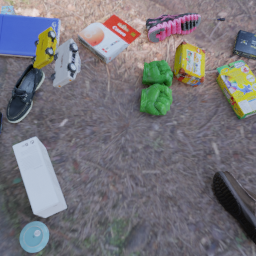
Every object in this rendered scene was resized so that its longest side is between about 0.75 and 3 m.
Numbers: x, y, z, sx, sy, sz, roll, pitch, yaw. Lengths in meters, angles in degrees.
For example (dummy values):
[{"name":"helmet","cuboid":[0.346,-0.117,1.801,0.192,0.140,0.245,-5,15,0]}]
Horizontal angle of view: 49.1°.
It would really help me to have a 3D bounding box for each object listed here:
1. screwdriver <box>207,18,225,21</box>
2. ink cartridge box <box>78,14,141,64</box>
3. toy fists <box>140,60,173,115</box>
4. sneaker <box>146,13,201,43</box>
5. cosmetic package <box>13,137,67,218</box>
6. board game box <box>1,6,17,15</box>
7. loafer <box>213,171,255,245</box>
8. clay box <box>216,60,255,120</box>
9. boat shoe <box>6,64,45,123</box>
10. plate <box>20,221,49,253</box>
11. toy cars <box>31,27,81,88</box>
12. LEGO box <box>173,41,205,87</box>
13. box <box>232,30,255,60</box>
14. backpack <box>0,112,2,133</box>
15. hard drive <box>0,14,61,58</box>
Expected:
[{"name":"screwdriver","cuboid":[4.194,-5.184,13.362,0.888,0.129,0.124,1,66,4]},{"name":"ink cartridge box","cuboid":[-0.805,-4.226,12.696,1.873,0.579,2.310,41,75,15]},{"name":"toy fists","cuboid":[1.211,-1.696,11.440,1.282,0.865,2.514,5,65,0]},{"name":"sneaker","cuboid":[2.009,-4.864,12.826,2.645,1.045,1.262,-16,56,-8]},{"name":"cosmetic package","cuboid":[-3.048,1.716,9.736,0.891,1.269,2.502,-23,68,-9]},{"name":"board game box","cuboid":[-5.589,-5.104,13.079,0.548,0.538,1.045,-3,67,-1]},{"name":"loafer","cuboid":[4.049,2.648,9.566,1.038,1.068,2.924,-28,74,-22]},{"name":"clay box","cuboid":[4.677,-1.628,11.564,1.333,0.552,2.320,-19,68,-8]},{"name":"boat shoe","cuboid":[-4.230,-1.484,11.331,0.978,0.868,2.617,22,68,9]},{"name":"plate","cuboid":[-3.191,3.686,9.503,0.999,0.128,0.999,0,66,1]},{"name":"toy cars","cuboid":[-2.083,-2.091,8.417,1.344,0.664,2.998,-54,46,4]},{"name":"LEGO box","cuboid":[2.597,-2.689,11.783,1.167,0.605,1.568,17,65,-19]},{"name":"box","cuboid":[5.557,-3.667,12.542,1.496,0.382,1.180,19,69,8]},{"name":"backpack","cuboid":[-5.512,-0.161,10.738,1.226,0.901,1.122,-4,68,-5]},{"name":"hard drive","cuboid":[-4.453,-4.047,12.403,2.726,0.346,1.798,5,85,0]}]
